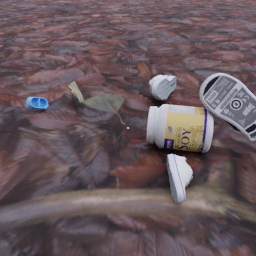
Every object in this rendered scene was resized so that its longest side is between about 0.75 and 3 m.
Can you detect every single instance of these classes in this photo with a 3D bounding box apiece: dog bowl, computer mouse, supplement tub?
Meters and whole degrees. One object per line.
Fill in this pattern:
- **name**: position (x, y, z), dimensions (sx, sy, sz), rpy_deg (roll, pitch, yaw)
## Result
- **dog bowl**: position (-2.910, -0.800, 9.060), dimensions (0.188, 0.422, 0.757), rpy_deg (-10, -6, 34)
- **computer mouse**: position (2.938, -0.283, 6.715), dimensions (2.750, 1.508, 0.603), rpy_deg (41, 7, 9)
- **supplement tub**: position (1.320, -0.008, 7.250), dimensions (1.581, 1.150, 1.150), rpy_deg (6, 32, 8)

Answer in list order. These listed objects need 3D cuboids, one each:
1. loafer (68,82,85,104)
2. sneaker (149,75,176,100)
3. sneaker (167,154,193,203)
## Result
- **loafer**: position (-1.732, -1.141, 9.444), dimensions (0.315, 0.349, 0.922), rpy_deg (-28, 67, -3)
- **sneaker**: position (1.085, -1.427, 9.804), dimensions (0.749, 0.773, 2.116), rpy_deg (5, 15, 23)
- **sneaker**: position (1.174, 1.037, 6.156), dimensions (0.516, 0.532, 1.457), rpy_deg (-1, 32, 2)
